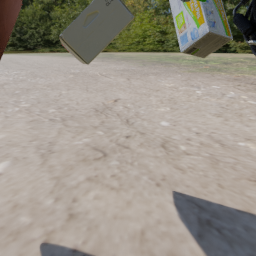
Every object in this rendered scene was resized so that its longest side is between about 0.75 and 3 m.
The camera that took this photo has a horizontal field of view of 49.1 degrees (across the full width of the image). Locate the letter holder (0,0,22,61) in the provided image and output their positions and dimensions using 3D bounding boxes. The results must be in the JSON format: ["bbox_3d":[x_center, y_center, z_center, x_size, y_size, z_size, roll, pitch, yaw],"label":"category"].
[{"bbox_3d":[-2.492,-1.902,4.505,1.036,2.061,1.465,15,-24,-13],"label":"letter holder"}]

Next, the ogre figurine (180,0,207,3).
[{"bbox_3d":[1.323,-3.053,5.604,0.763,0.932,1.554,7,31,5],"label":"ogre figurine"}]

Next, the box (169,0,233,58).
[{"bbox_3d":[2.439,-3.823,9.606,1.191,2.350,1.322,2,-20,-34],"label":"box"}]

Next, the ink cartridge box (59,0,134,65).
[{"bbox_3d":[-0.659,-1.833,5.304,1.186,0.688,1.606,-46,20,2],"label":"ink cartridge box"}]

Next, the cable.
[{"bbox_3d":[2.954,-2.170,4.533,0.667,2.141,2.625,2,-25,-32],"label":"cable"}]
